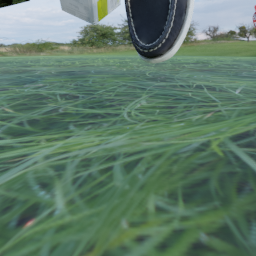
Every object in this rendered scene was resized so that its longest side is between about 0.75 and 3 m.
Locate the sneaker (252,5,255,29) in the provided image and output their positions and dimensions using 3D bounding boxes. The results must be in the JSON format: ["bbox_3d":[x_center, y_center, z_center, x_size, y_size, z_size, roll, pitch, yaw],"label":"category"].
[{"bbox_3d":[3.030,-2.556,4.914,1.537,2.867,0.957,4,24,35],"label":"sneaker"}]

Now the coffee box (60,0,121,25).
[{"bbox_3d":[-1.162,-4.288,8.466,1.421,1.423,1.407,31,61,19],"label":"coffee box"}]

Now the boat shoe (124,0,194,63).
[{"bbox_3d":[0.314,-2.437,3.885,1.100,2.979,0.899,3,-5,32],"label":"boat shoe"}]

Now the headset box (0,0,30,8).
[{"bbox_3d":[-3.311,-3.724,6.487,1.467,1.685,0.782,-11,11,2],"label":"headset box"}]
